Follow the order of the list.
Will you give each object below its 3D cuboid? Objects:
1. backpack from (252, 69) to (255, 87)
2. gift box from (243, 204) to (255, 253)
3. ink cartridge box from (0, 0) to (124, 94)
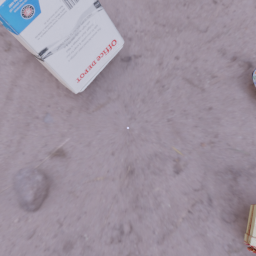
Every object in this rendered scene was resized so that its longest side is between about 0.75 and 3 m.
[{"bbox_3d":[3.940,-1.315,7.737,1.018,0.784,0.969,-43,105,-21],"label":"backpack"},{"bbox_3d":[3.559,2.618,7.044,1.175,1.273,1.189,10,79,22],"label":"gift box"},{"bbox_3d":[-1.691,-2.596,7.124,2.063,2.818,1.210,-49,48,-8],"label":"ink cartridge box"}]
